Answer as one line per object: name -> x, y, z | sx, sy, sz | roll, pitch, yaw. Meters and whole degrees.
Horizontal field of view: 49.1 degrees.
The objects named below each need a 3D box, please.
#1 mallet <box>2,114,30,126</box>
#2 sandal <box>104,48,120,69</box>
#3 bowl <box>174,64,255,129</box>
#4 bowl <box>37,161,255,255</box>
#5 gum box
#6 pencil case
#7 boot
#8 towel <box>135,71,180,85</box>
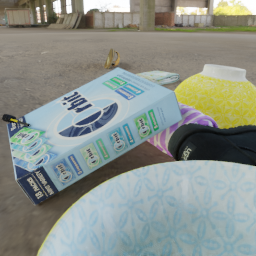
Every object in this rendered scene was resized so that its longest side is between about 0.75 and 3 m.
mallet -> -2.250, -0.129, 5.785 | 0.796, 0.164, 0.262 | 15, -3, 28
sandal -> -0.822, -3.932, 15.963 | 0.722, 1.073, 2.672 | 20, 17, -6
bowl -> 2.415, -0.899, 7.386 | 2.612, 1.406, 2.612 | 7, 18, -2
bowl -> 0.714, 1.477, 1.980 | 2.642, 1.421, 2.642 | 0, 22, 0
gum box -> -0.849, -0.126, 5.629 | 2.930, 0.653, 2.490 | -30, 31, -12
pencil case -> 0.790, -0.101, 6.359 | 1.154, 1.175, 2.749 | -45, 34, -5
boot -> 2.056, 0.825, 4.267 | 2.508, 0.958, 2.107 | 6, 29, -31
towel -> 1.272, -2.264, 12.450 | 1.599, 0.385, 1.369 | -16, 28, -34
